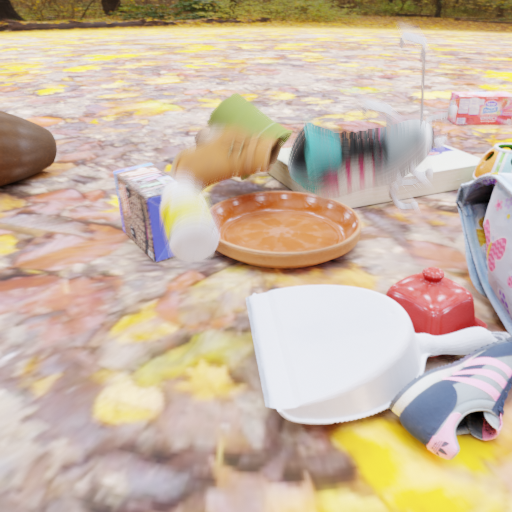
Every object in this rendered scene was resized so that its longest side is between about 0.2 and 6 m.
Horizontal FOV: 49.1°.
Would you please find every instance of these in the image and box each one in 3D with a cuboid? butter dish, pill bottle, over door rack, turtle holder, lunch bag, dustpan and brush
[{"bbox_3d":[2.138,0.544,6.930,1.165,0.861,1.162,-17,33,-31],"label":"butter dish"},{"bbox_3d":[-0.812,-0.435,6.531,0.556,0.556,0.988,-8,40,-15],"label":"pill bottle"},{"bbox_3d":[2.539,-2.037,8.871,0.758,2.275,1.680,12,61,34],"label":"over door rack"},{"bbox_3d":[4.998,-1.546,10.771,1.531,1.087,1.163,13,29,24],"label":"turtle holder"},{"bbox_3d":[4.269,-0.023,6.875,2.671,2.002,3.149,-4,37,-5],"label":"lunch bag"},{"bbox_3d":[1.456,0.974,6.256,2.889,0.827,2.016,-12,32,-1],"label":"dustpan and brush"}]

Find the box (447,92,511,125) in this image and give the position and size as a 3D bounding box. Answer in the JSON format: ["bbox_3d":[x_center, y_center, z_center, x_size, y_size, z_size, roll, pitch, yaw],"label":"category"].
[{"bbox_3d":[6.643,-4.385,16.582,1.686,0.865,0.798,-1,27,-1],"label":"box"}]

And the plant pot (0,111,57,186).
[{"bbox_3d":[-5.274,-2.264,11.808,1.784,1.784,1.909,17,17,30],"label":"plant pot"}]

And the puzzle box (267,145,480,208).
[{"bbox_3d":[2.566,-1.909,12.100,4.061,0.516,2.702,-11,29,-20],"label":"puzzle box"}]

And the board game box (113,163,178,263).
[{"bbox_3d":[-1.678,-0.733,9.098,0.685,1.129,1.416,-19,32,-27],"label":"board game box"}]

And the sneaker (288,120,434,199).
[{"bbox_3d":[1.114,-1.312,6.954,1.142,0.791,1.891,12,-24,-43],"label":"sneaker"}]

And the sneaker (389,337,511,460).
[{"bbox_3d":[2.252,1.430,5.627,1.914,0.672,0.785,-17,50,-27],"label":"sneaker"}]

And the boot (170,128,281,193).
[{"bbox_3d":[-0.521,-1.506,9.817,1.581,0.781,2.036,9,45,18],"label":"boot"}]

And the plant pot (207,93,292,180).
[{"bbox_3d":[-0.233,-2.452,11.083,1.323,1.393,1.393,47,37,0],"label":"plant pot"}]

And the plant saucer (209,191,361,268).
[{"bbox_3d":[0.420,-0.451,9.377,2.625,0.424,2.625,1,27,0],"label":"plant saucer"}]
